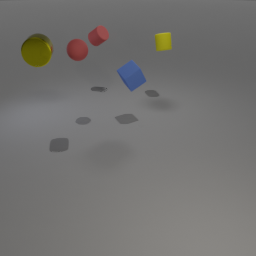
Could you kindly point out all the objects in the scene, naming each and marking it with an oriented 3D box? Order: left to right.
[{"bbox_3d":[-2.224,-1.927,6.917,0.700,0.700,0.700,-5,27,-9],"label":"cylinder"},{"bbox_3d":[-1.647,-2.542,9.124,0.700,0.700,0.700,0,28,0],"label":"ball"},{"bbox_3d":[-1.351,-4.205,12.800,0.700,0.700,0.700,-18,11,44],"label":"cylinder"},{"bbox_3d":[0.133,-1.915,10.284,0.700,0.700,0.700,-35,48,0],"label":"cube"},{"bbox_3d":[1.563,-3.800,12.391,0.700,0.700,0.700,-6,12,1],"label":"cylinder"}]
